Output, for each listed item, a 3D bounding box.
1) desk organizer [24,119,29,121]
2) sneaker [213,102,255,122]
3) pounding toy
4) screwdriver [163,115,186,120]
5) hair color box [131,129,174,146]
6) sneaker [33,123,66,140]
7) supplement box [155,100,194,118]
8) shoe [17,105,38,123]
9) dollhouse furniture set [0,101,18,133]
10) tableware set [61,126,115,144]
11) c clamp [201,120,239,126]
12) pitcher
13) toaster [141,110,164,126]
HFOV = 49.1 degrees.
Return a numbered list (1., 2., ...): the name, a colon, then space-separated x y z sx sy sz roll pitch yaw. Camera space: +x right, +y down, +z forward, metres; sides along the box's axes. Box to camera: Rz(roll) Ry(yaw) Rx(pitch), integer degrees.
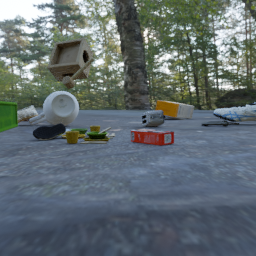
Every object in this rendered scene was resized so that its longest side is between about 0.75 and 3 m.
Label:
1. desk organizer: -5.809 -0.529 16.024 0.290 0.270 0.753 -3 5 -10
2. sneaker: 5.482 -0.746 13.087 2.906 1.053 1.044 3 5 7
3. pounding toy: -1.976 -2.260 10.666 1.886 2.146 0.982 -3 -29 18
4. screwdriver: 2.529 -0.673 18.066 0.434 0.416 2.980 -35 28 -24
5. hair color box: 0.572 0.207 6.727 0.498 0.301 0.982 -6 7 -44
6. sneaker: -2.126 0.179 7.524 0.446 0.387 1.078 -36 -13 33
7. supplement box: 3.079 -1.214 18.307 1.552 0.905 2.463 14 8 35
8. shoe: -4.951 -0.510 12.277 0.811 0.619 2.321 -2 13 29
9. dollhouse furniture set: -3.671 -0.179 5.743 2.515 1.257 0.971 1 5 2
10. tableware set: -1.132 0.125 7.565 1.472 0.335 2.185 0 5 4
11. c clamp: 4.110 -0.243 12.565 1.614 0.256 1.889 2 5 23
12. pitcher: -3.241 -0.663 12.163 2.056 1.453 2.397 -24 3 -21
13. toaster: 1.014 -0.389 11.802 0.723 0.636 1.120 -3 -4 -16
